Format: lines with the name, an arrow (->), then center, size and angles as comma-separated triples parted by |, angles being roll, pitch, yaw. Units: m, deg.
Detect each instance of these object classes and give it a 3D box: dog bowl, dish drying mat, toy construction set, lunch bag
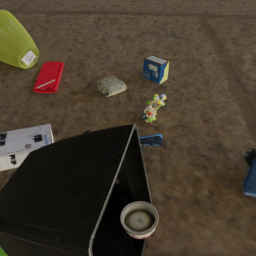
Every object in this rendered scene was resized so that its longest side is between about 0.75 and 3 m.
dog bowl -> 0.295, 2.368, 7.135 | 0.978, 0.361, 0.978 | -2, 38, 2
dish drying mat -> -3.756, -2.506, 13.399 | 1.050, 0.249, 2.733 | -3, 40, -2
toy construction set -> 0.966, -0.711, 10.633 | 0.642, 0.913, 1.393 | 44, 37, -7
lunch bag -> -0.699, -1.765, 12.197 | 0.890, 0.638, 1.085 | -23, 40, -25

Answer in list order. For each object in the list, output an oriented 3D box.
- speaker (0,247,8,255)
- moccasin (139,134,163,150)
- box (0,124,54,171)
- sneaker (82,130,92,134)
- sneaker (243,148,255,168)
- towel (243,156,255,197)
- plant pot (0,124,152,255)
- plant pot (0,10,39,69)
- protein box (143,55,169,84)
speaker -> -2.809, 2.779, 6.690 | 0.605, 0.605, 1.369 | 8, 40, 9
moccasin -> 0.466, 0.536, 9.299 | 1.384, 0.472, 0.557 | -11, 2, 23
box -> -3.534, 0.638, 9.252 | 2.112, 0.635, 1.232 | -11, 41, -13
sneaker -> -1.010, 0.477, 9.321 | 1.424, 0.798, 0.552 | -6, 40, -8
sneaker -> 4.585, 1.281, 8.506 | 2.169, 0.818, 0.860 | 35, 38, 26
towel -> 4.348, 1.609, 7.606 | 2.142, 1.196, 0.520 | 20, 19, 21
plant pot -> -1.153, 1.882, 6.172 | 2.639, 2.968, 2.975 | 2, 39, 18
plant pot -> -5.798, -4.195, 14.104 | 2.607, 2.439, 2.439 | 37, 50, 17
protein box -> 1.292, -2.746, 13.105 | 0.995, 0.988, 0.671 | 29, 47, 31
